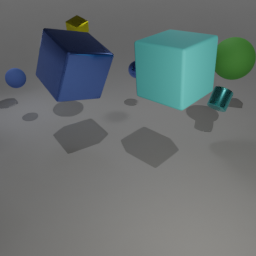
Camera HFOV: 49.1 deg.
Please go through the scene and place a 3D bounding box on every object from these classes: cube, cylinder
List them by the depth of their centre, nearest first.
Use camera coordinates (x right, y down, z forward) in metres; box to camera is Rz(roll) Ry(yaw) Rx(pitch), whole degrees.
[{"bbox_3d":[1.141,-1.460,6.754,1.400,1.400,1.400,24,41,38],"label":"cube"},{"bbox_3d":[-1.480,-1.699,7.590,1.400,1.400,1.400,-10,45,-41],"label":"cube"},{"bbox_3d":[3.260,-1.021,9.919,0.700,0.700,0.700,25,-2,1],"label":"cylinder"},{"bbox_3d":[-2.186,-4.328,12.162,0.700,0.700,0.700,34,60,21],"label":"cube"}]

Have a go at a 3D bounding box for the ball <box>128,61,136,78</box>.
[{"bbox_3d":[0.357,-2.365,11.325,0.700,0.700,0.700,0,32,0],"label":"ball"}]

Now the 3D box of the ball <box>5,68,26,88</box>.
[{"bbox_3d":[-3.965,-1.759,9.887,0.700,0.700,0.700,0,32,0],"label":"ball"}]

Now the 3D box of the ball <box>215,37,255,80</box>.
[{"bbox_3d":[3.557,-2.340,9.471,1.400,1.400,1.400,0,32,0],"label":"ball"}]
